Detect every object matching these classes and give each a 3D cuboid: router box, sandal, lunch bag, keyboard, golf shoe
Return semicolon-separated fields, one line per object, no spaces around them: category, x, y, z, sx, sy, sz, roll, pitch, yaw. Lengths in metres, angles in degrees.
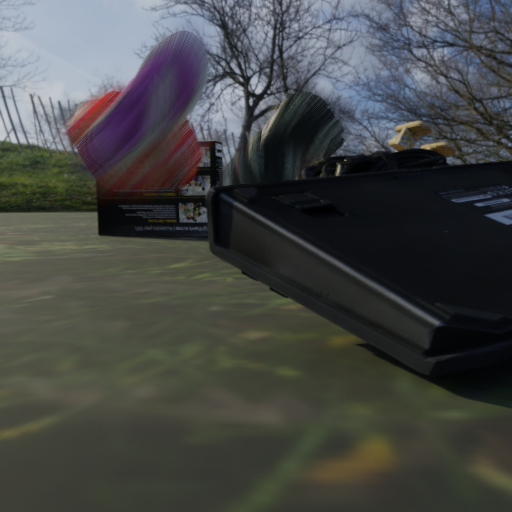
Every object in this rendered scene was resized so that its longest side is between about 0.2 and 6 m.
router box;-2.256;-1.548;13.037;2.923;2.180;0.746;1;7;11
sandal;-1.514;-2.005;7.584;2.307;0.939;0.567;-44;2;20
lunch bag;-1.935;-1.835;8.737;1.887;0.773;1.662;1;-38;21
keyboard;1.715;-0.290;4.428;4.390;0.563;2.636;-10;31;-38
golf shoe;0.344;-1.723;9.228;1.354;1.187;3.075;-29;11;47

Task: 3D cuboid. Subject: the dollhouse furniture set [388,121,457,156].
dollhouse furniture set;3.722;-1.303;11.636;2.328;2.138;1.515;30;-9;-23
